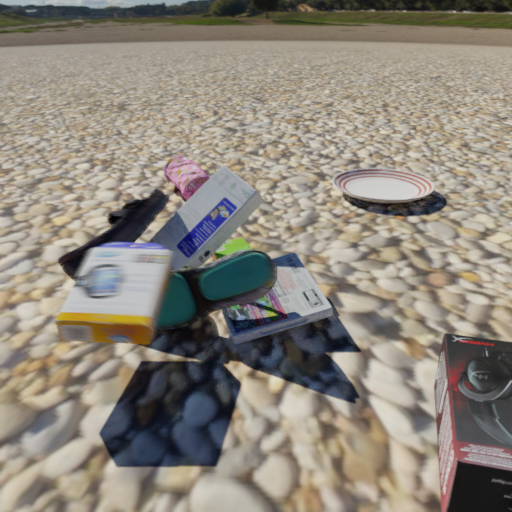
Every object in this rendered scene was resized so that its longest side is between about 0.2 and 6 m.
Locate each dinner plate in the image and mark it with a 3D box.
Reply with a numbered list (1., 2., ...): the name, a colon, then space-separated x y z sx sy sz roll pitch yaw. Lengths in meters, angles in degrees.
1. dinner plate: 2.970 -1.627 13.235 2.364 0.287 2.364 0 27 0

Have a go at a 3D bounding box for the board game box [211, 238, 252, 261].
1. board game box: -0.257 0.132 9.697 0.700 0.220 1.464 -13 30 -22

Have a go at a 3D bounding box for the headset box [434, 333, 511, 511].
1. headset box: 2.727 1.831 5.557 1.707 0.886 2.293 7 25 13

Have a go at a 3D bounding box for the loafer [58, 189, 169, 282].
1. loafer: -2.342 -0.451 9.428 0.737 0.841 2.341 40 55 -9

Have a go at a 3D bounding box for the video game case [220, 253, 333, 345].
1. video game case: 0.168 0.592 8.486 1.492 0.188 1.637 -15 34 -9

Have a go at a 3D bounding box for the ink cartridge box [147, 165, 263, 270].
1. ink cartridge box: -0.929 -0.560 9.806 2.065 0.405 1.027 -45 56 -4

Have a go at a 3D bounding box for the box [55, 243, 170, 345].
1. box: -1.789 0.418 7.401 1.101 0.384 1.850 2 31 1

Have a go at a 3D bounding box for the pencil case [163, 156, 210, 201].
1. pencil case: -1.546 -1.748 12.962 0.790 0.756 1.826 -50 36 2

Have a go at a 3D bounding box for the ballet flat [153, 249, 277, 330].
1. ballet flat: -0.806 0.541 8.174 2.432 0.875 0.875 -16 24 12
